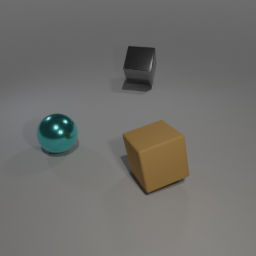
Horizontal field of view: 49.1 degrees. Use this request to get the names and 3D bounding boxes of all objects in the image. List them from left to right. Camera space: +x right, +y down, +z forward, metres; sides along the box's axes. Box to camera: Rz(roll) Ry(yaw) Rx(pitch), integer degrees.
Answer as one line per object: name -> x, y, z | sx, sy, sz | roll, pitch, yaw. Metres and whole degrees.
ball -> -2.467, 0.183, 9.801 | 1.400, 1.400, 1.400 | 0, 31, 0
cube -> 0.648, -3.182, 14.377 | 1.400, 1.400, 1.400 | 7, 70, 12
cube -> 0.820, 0.790, 8.396 | 1.400, 1.400, 1.400 | -19, 26, -13
